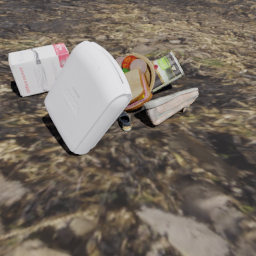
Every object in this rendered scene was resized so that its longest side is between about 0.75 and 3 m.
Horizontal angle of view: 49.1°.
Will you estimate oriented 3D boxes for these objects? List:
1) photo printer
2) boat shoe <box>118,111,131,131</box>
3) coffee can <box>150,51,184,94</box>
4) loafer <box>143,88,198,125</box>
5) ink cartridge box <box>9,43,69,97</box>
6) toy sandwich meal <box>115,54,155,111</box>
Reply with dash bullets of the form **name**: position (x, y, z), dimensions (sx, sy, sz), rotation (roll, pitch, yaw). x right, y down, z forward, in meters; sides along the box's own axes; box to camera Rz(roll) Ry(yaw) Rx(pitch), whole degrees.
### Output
- **photo printer**: position (-0.978, -0.750, 6.675), dimensions (0.784, 2.256, 1.877), rotation (-6, 55, -49)
- **boat shoe**: position (-0.090, -0.269, 8.068), dimensions (0.336, 0.280, 0.900), rotation (-6, 35, -7)
- **coffee can**: position (1.088, -1.801, 9.188), dimensions (1.238, 0.906, 0.906), rotation (-29, 35, 11)
- **loafer**: position (1.361, -0.669, 8.390), dimensions (2.210, 0.695, 0.794), rotation (-20, 6, -38)
- **ink cartridge box**: position (-2.808, -1.904, 9.218), dimensions (1.808, 1.317, 0.767), rotation (-17, 49, -15)
- **toy sandwich meal**: position (-0.047, -1.448, 8.578), dimensions (1.948, 1.948, 0.667), rotation (25, 1, 31)
